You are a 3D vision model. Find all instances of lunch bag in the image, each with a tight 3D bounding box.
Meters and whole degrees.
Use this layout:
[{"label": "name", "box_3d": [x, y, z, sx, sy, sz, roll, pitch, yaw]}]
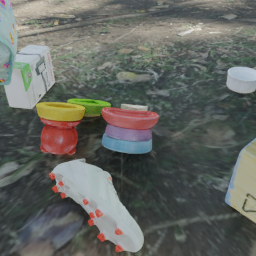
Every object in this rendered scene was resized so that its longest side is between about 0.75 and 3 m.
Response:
[{"label": "lunch bag", "box_3d": [-3.209, -2.261, 6.306, 1.349, 2.212, 1.884, 0, 72, -23]}]

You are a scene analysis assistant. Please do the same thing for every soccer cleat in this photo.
[{"label": "soccer cleat", "box_3d": [-0.527, 1.305, 5.423, 0.990, 0.884, 2.552, -27, 41, -35]}]

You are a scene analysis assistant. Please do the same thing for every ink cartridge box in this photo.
[{"label": "ink cartridge box", "box_3d": [-3.146, -1.689, 9.004, 0.788, 1.364, 1.875, 6, 37, 9]}]

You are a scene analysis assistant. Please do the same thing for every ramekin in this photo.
[{"label": "ramekin", "box_3d": [3.954, -1.645, 9.651, 1.094, 0.533, 1.094, 0, 37, 0]}]

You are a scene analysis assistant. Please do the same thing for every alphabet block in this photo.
[{"label": "alphabet block", "box_3d": [3.003, 1.017, 5.254, 1.511, 1.503, 1.539, -29, 46, -31]}]

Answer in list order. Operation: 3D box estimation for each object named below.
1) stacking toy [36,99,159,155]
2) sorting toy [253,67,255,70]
[{"label": "stacking toy", "box_3d": [-0.699, 0.023, 7.420, 2.887, 1.219, 2.613, 8, 11, 5]}, {"label": "sorting toy", "box_3d": [4.927, -1.934, 10.251, 0.805, 0.282, 1.670, 30, 46, 34]}]
